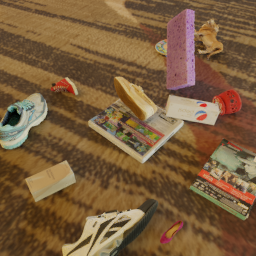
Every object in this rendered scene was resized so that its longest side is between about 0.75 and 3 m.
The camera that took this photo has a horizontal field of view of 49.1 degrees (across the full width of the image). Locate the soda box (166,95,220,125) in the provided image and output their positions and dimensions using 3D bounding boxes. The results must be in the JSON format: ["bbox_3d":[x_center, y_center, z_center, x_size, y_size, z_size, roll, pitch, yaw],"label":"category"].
[{"bbox_3d":[2.440,-0.689,10.714,1.914,0.652,0.609,10,36,-3],"label":"soda box"}]

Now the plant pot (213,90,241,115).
[{"bbox_3d":[3.869,-0.982,11.092,0.831,0.913,0.913,-18,48,-6],"label":"plant pot"}]

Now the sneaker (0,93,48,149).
[{"bbox_3d":[-3.877,-0.529,10.438,1.051,1.169,2.709,9,47,9],"label":"sneaker"}]

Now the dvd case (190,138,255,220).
[{"bbox_3d":[3.407,1.529,9.107,1.823,0.275,2.497,28,53,24],"label":"dvd case"}]

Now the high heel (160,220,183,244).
[{"bbox_3d":[1.197,2.857,7.752,0.808,0.388,0.272,-35,55,-28],"label":"high heel"}]

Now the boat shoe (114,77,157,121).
[{"bbox_3d":[0.275,-1.235,10.888,0.803,0.855,2.320,-25,59,-21],"label":"boat shoe"}]

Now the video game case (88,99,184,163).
[{"bbox_3d":[0.305,-0.165,10.704,2.727,0.313,2.485,34,55,27],"label":"video game case"}]

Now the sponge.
[{"bbox_3d":[2.119,-3.103,11.424,0.436,1.631,2.924,1,89,-19],"label":"sponge"}]

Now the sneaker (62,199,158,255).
[{"bbox_3d":[-0.452,2.623,7.495,2.906,1.077,1.286,-33,57,-28],"label":"sneaker"}]

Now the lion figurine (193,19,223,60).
[{"bbox_3d":[4.289,-4.509,14.565,1.642,0.972,2.681,-5,60,-15],"label":"lion figurine"}]

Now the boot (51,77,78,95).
[{"bbox_3d":[-2.767,-1.661,12.040,0.930,0.467,1.289,-26,44,-22],"label":"boot"}]

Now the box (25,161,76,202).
[{"bbox_3d":[-2.410,1.652,8.799,1.359,0.528,0.645,-26,51,-22],"label":"box"}]

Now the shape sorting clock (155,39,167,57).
[{"bbox_3d":[2.283,-4.217,14.486,1.740,0.341,1.740,-2,46,2],"label":"shape sorting clock"}]
